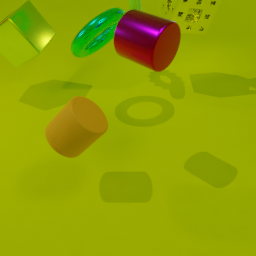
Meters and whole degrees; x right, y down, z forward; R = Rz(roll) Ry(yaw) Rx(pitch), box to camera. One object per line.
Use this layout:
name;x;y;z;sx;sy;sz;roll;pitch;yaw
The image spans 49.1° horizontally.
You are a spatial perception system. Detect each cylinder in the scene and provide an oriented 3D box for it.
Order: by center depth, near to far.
cylinder;0.338;-1.534;4.918;0.862;0.862;0.862;31;50;28
cylinder;-1.001;-0.013;5.485;0.893;0.893;0.893;35;31;-25

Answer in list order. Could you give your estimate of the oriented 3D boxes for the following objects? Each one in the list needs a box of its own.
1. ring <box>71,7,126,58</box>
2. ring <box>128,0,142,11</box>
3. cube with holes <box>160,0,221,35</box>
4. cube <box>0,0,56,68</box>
ring;-0.749;-2.432;7.236;1.724;1.724;0.345;-40;94;-35
ring;0.184;-3.552;7.805;0.235;1.173;1.173;-6;41;12
cube with holes;1.774;-3.634;8.162;1.206;1.206;1.206;0;55;-12
cube;-3.124;-2.749;8.280;1.192;1.192;1.192;-16;39;33
